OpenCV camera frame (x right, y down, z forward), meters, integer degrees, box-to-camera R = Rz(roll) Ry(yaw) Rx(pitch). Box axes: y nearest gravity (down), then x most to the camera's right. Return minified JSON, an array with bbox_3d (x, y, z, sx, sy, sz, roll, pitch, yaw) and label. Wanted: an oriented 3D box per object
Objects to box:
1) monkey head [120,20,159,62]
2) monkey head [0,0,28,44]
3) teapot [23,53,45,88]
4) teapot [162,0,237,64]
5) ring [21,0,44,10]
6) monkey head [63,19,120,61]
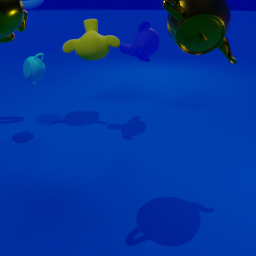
[{"bbox_3d":[0.378,-2.615,8.588,1.136,0.952,1.579,15,-9,10],"label":"monkey head"},{"bbox_3d":[-2.403,-2.120,5.103,1.024,0.858,1.424,40,81,11],"label":"monkey head"},{"bbox_3d":[-2.650,-1.636,8.024,0.555,1.134,0.705,-5,43,-45],"label":"teapot"},{"bbox_3d":[1.328,-1.787,5.067,1.837,1.142,0.900,26,48,-26],"label":"teapot"},{"bbox_3d":[-3.334,-4.400,9.108,1.264,1.264,0.253,-5,-18,-10],"label":"ring"},{"bbox_3d":[-1.179,-2.881,9.134,1.831,1.317,1.103,-6,17,2],"label":"monkey head"}]
